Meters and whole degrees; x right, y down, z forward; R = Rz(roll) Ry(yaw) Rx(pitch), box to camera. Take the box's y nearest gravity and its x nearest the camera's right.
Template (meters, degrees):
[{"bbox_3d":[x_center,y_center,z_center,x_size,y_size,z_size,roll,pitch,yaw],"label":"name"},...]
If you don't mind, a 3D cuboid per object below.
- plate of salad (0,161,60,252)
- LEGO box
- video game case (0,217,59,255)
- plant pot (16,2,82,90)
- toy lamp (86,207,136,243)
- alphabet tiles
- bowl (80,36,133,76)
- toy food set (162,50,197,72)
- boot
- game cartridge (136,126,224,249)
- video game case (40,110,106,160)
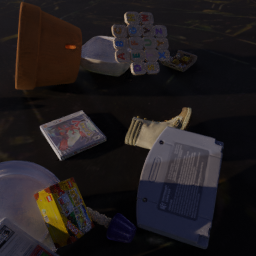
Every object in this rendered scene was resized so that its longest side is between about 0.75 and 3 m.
[{"bbox_3d":[-2.406,1.835,5.908,2.327,0.559,2.327,8,64,-17],"label":"plate of salad"},{"bbox_3d":[-1.283,1.701,5.732,0.446,1.156,0.861,-28,-7,21],"label":"LEGO box"},{"bbox_3d":[-1.930,2.713,4.489,1.928,0.243,2.116,35,28,1],"label":"video game case"},{"bbox_3d":[-2.861,-2.738,10.082,2.051,2.930,2.930,5,38,-21],"label":"plant pot"},{"bbox_3d":[-0.784,1.927,6.174,2.020,0.588,0.588,17,44,21],"label":"toy lamp"},{"bbox_3d":[0.472,-2.733,9.033,1.972,2.016,0.147,-7,0,-23],"label":"alphabet tiles"},{"bbox_3d":[-0.761,-2.925,11.565,2.245,0.838,2.242,12,42,15],"label":"bowl"},{"bbox_3d":[2.196,-2.896,11.848,0.977,0.411,1.362,27,48,28],"label":"toy food set"},{"bbox_3d":[0.957,-0.057,8.328,1.628,0.762,2.095,16,47,17],"label":"boot"},{"bbox_3d":[1.189,1.227,6.564,1.758,0.533,2.636,17,57,8],"label":"game cartridge"},{"bbox_3d":[-1.685,0.154,8.496,1.476,0.186,1.619,-24,46,-24],"label":"video game case"}]
